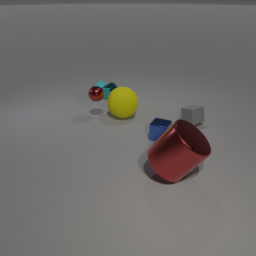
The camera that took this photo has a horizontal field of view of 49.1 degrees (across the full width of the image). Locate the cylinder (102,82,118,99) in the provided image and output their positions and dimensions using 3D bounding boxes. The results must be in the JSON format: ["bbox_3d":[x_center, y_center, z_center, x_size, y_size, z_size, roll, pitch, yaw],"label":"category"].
[{"bbox_3d":[-0.998,-1.983,14.931,0.700,0.700,0.700,15,37,27],"label":"cylinder"}]

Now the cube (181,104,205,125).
[{"bbox_3d":[2.802,-0.577,12.116,0.700,0.700,0.700,-17,19,-29],"label":"cube"}]

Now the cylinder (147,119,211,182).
[{"bbox_3d":[1.536,0.697,8.528,1.400,1.400,1.400,27,35,-21],"label":"cylinder"}]

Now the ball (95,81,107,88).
[{"bbox_3d":[-1.477,-2.245,15.521,0.700,0.700,0.700,0,27,0],"label":"ball"}]

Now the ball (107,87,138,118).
[{"bbox_3d":[-0.241,-1.157,12.694,1.400,1.400,1.400,0,27,0],"label":"ball"}]

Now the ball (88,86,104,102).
[{"bbox_3d":[-1.415,-1.515,12.455,0.700,0.700,0.700,0,27,0],"label":"ball"}]

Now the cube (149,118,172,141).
[{"bbox_3d":[1.275,0.086,11.025,0.700,0.700,0.700,12,30,22],"label":"cube"}]
